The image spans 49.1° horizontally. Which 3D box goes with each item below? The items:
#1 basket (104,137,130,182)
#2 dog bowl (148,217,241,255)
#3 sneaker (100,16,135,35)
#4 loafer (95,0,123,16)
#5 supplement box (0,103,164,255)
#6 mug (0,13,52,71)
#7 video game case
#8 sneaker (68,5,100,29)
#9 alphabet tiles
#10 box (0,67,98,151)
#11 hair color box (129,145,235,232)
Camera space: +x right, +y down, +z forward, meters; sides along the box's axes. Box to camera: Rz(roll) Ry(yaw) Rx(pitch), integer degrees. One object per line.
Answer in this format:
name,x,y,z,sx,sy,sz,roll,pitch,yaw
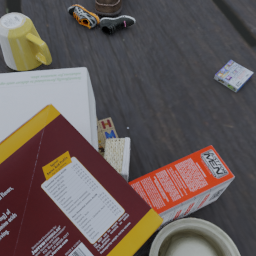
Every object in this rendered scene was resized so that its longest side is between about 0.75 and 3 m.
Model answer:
basket,-0.249,0.728,6.304,0.561,0.616,0.909,2,59,2
dog bowl,1.201,2.592,5.188,1.712,0.631,1.712,0,58,0
sneaker,-0.347,-3.266,9.007,1.162,0.411,0.576,0,55,7
loafer,-0.610,-4.924,9.727,0.968,0.941,2.651,6,58,4
supplement box,-1.039,1.210,3.779,2.018,1.359,2.046,-43,80,-14
mug,-2.948,-2.535,8.028,1.564,1.284,1.253,1,57,0
video game case,3.018,-1.495,8.015,0.757,0.190,0.835,39,66,21
sneaker,-1.528,-3.662,9.229,1.183,0.463,0.457,28,65,15
alphabet tiles,-1.036,0.512,6.824,1.716,0.065,2.062,-16,59,-10
box,-1.683,0.117,5.748,2.053,1.767,2.063,-5,74,-3
hair color box,0.609,1.434,5.498,2.641,1.340,0.809,-21,60,-14
